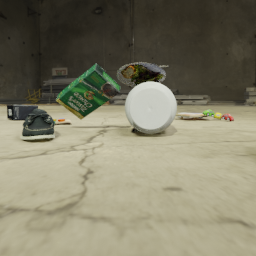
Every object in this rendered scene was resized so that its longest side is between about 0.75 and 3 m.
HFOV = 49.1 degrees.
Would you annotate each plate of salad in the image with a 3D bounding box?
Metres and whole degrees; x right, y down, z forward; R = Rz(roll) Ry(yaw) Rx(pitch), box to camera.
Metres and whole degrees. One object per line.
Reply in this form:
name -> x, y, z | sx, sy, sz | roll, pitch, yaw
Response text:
plate of salad -> 0.452, -1.710, 9.564 | 1.684, 0.404, 1.684 | 1, -20, 0

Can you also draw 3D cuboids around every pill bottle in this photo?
pill bottle -> 0.703, -0.635, 8.664 | 1.521, 1.521, 2.741 | 1, 6, 5

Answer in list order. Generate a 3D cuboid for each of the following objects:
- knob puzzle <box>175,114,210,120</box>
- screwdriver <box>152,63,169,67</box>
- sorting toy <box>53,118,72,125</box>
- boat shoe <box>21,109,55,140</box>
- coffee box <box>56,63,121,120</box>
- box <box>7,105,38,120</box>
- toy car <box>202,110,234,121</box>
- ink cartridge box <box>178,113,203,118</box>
knob puzzle -> 3.382, -0.563, 14.228 | 1.875, 0.260, 1.875 | 0, 6, 0
screwdriver -> 1.021, -2.076, 9.375 | 0.251, 0.262, 1.798 | 44, -7, -19
sorting toy -> -2.912, -0.266, 11.360 | 1.245, 0.248, 1.684 | -1, 5, -12
boat shoe -> -2.409, -0.142, 7.581 | 0.861, 0.764, 2.304 | -1, 6, -12
coffee box -> -1.306, -1.122, 9.172 | 1.910, 0.420, 1.174 | -30, -54, 29
box -> -5.280, -0.789, 14.031 | 1.195, 0.742, 1.205 | -4, 7, -37
toy car -> 4.197, -0.645, 13.392 | 1.317, 0.312, 1.399 | 13, 2, -14
ink cartridge box -> 3.607, -0.701, 15.527 | 1.561, 0.289, 0.739 | 2, 5, 39
